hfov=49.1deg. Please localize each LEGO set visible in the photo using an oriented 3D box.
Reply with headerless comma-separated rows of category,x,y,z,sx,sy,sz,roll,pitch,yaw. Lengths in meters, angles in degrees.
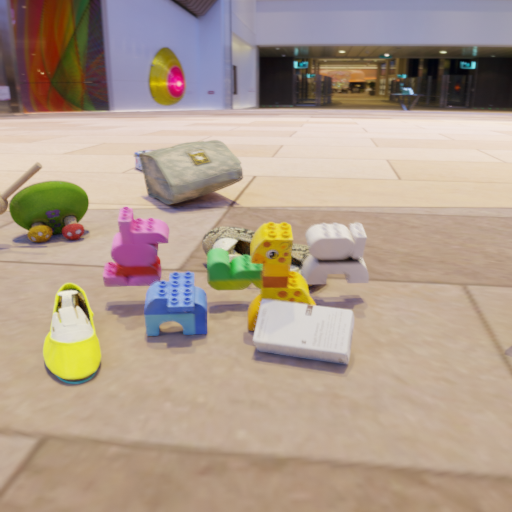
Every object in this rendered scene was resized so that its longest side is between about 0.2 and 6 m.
LEGO set,-0.181,0.050,6.816,3.552,1.458,1.355,-1,39,-5

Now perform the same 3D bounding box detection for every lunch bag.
lunch bag,-3.111,-3.163,18.337,1.795,0.678,1.438,-8,18,-26
lunch bag,-1.591,-2.059,13.640,1.863,1.336,2.272,-19,22,-24

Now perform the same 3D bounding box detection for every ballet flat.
ballet flat,-2.132,0.788,6.418,0.599,0.601,1.792,-6,19,-17
ballet flat,-0.021,0.034,8.546,2.215,0.751,0.834,12,24,23

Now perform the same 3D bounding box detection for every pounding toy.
pounding toy,-3.895,-0.715,10.392,1.453,0.873,1.882,-27,-24,10

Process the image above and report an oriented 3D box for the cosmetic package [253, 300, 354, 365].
cosmetic package,0.534,0.841,6.240,1.052,0.390,0.535,5,63,15
